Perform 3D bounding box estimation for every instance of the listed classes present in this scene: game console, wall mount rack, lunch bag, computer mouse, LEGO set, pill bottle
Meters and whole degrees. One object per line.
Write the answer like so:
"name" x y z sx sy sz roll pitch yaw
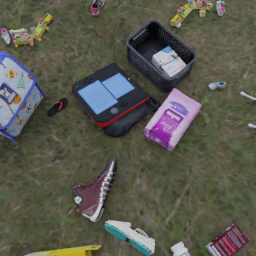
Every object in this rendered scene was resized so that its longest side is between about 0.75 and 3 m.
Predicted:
"game console" -0.846 -1.485 11.786 2.446 0.429 2.765 -34 57 -10
"wall mount rack" 5.730 -0.728 11.673 2.110 0.905 2.428 -5 71 -2
"lunch bag" -4.719 -1.125 10.719 1.832 2.958 2.515 24 72 8
"computer mouse" 0.001 -0.734 11.783 1.827 0.695 2.638 43 76 12
"LEGO set" 3.242 -5.832 13.344 2.737 1.019 1.259 -16 72 -5
"pill bottle" 1.986 4.670 10.008 0.590 0.590 1.014 -25 72 -8
"LEGO set" -4.593 -4.627 12.977 2.521 0.938 1.160 -28 73 -9

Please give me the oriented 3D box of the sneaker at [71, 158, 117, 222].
"sneaker" -1.386 2.155 10.699 1.436 0.941 2.487 17 73 9

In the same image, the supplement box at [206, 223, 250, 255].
"supplement box" 3.638 4.224 10.241 1.380 0.420 0.751 -34 74 -10

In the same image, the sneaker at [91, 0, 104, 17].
"sneaker" -1.482 -6.106 13.730 0.511 0.473 1.267 9 71 3

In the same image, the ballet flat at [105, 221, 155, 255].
"ballet flat" 0.102 3.914 10.323 2.034 0.730 0.730 31 74 7

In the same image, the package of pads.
"package of pads" 1.839 -0.373 11.564 1.402 0.881 2.327 33 74 14

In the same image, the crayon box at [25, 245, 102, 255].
"crayon box" -2.172 4.490 9.531 2.511 1.594 0.638 -7 72 -2

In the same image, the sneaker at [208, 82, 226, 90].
"sneaker" 3.925 -1.920 12.378 0.775 0.335 0.301 -9 71 -3

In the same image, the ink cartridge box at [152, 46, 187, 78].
"ink cartridge box" 1.838 -2.846 12.497 0.960 0.563 1.311 -35 74 -12

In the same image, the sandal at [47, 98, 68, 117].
"sandal" -3.044 -0.909 12.081 1.088 0.245 0.409 -42 76 -13

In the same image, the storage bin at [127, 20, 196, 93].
"storage bin" 1.399 -3.129 12.309 1.826 1.267 2.702 -42 77 -13
